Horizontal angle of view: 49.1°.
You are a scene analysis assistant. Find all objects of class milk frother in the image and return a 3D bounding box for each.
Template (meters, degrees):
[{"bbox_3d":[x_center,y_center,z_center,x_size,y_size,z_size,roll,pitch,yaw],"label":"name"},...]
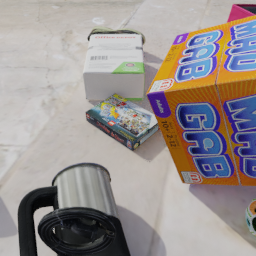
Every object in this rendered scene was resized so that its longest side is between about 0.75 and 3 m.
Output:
[{"bbox_3d":[-0.865,1.582,5.447,2.187,2.423,2.279,15,35,-32],"label":"milk frother"}]

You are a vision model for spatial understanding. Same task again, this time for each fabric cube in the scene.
[{"bbox_3d":[4.932,-2.658,9.848,2.571,2.563,2.522,-12,43,-24],"label":"fabric cube"}]

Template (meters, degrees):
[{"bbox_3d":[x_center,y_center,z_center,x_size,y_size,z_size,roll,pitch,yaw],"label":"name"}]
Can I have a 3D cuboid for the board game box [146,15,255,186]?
[{"bbox_3d":[2.616,-0.651,6.847,2.917,2.916,2.918,-5,39,30],"label":"board game box"}]

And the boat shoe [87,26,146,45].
[{"bbox_3d":[-0.579,-3.979,12.747,2.717,0.971,0.893,15,54,18],"label":"boat shoe"}]

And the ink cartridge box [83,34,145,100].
[{"bbox_3d":[-0.481,-2.417,10.778,2.125,1.227,2.921,0,43,0],"label":"ink cartridge box"}]

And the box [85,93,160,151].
[{"bbox_3d":[-0.154,-0.270,9.099,2.087,0.393,1.426,32,52,29],"label":"box"}]

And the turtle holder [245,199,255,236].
[{"bbox_3d":[2.988,2.126,6.201,0.826,1.088,0.772,19,16,33],"label":"turtle holder"}]
